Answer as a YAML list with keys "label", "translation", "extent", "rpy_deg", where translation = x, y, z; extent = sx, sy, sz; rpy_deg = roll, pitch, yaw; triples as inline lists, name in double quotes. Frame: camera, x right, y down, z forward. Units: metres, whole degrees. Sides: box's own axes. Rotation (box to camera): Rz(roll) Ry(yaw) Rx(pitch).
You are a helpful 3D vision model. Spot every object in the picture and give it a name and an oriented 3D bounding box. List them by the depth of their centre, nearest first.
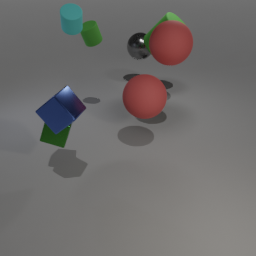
- label: "cube"
  translation: [-1.534, -0.423, 6.477]
  extent: [0.700, 0.700, 0.700]
  rpy_deg: [-32, 15, 28]
- label: "cube"
  translation: [-2.016, 0.033, 7.965]
  extent: [0.700, 0.700, 0.700]
  rpy_deg: [18, 20, -11]
- label: "ball"
  translation: [0.523, -0.988, 8.847]
  extent: [1.400, 1.400, 1.400]
  rpy_deg: [0, 29, 0]
- label: "ball"
  translation: [1.380, -2.724, 9.017]
  extent: [1.400, 1.400, 1.400]
  rpy_deg: [0, 29, 0]
- label: "cylinder"
  translation: [-1.824, -3.508, 9.054]
  extent: [0.700, 0.700, 0.700]
  rpy_deg: [3, 66, -7]
- label: "cylinder"
  translation: [-1.390, -3.531, 10.486]
  extent: [0.700, 0.700, 0.700]
  rpy_deg: [-11, 48, 12]
- label: "cylinder"
  translation: [1.591, -3.657, 11.363]
  extent: [1.400, 1.400, 1.400]
  rpy_deg: [27, 45, -30]
- label: "ball"
  translation: [0.642, -4.309, 14.791]
  extent: [1.400, 1.400, 1.400]
  rpy_deg: [0, 29, 0]
